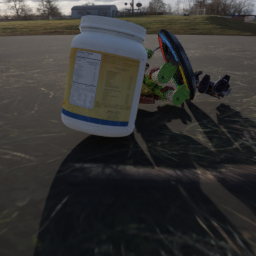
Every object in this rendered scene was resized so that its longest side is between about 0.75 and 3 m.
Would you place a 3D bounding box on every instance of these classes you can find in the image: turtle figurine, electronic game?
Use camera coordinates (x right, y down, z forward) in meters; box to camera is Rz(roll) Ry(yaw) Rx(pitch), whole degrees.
[{"bbox_3d":[1.181,-1.798,9.596,2.699,1.942,2.617,-11,17,-19],"label":"turtle figurine"},{"bbox_3d":[1.705,-2.211,9.985,0.562,2.699,2.699,-25,23,4],"label":"electronic game"}]

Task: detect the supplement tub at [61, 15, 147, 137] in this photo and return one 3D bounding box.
[{"bbox_3d":[-0.567,-1.250,7.036,1.899,2.625,1.899,10,10,-2],"label":"supplement tub"}]

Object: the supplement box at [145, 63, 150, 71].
[{"bbox_3d":[-0.252,-1.681,9.360,0.570,1.871,1.018,27,18,-44],"label":"supplement box"}]

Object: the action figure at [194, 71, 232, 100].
[{"bbox_3d":[2.892,-1.483,9.735,1.457,0.777,2.239,18,10,8],"label":"action figure"}]
